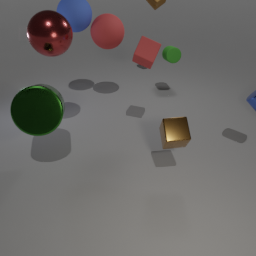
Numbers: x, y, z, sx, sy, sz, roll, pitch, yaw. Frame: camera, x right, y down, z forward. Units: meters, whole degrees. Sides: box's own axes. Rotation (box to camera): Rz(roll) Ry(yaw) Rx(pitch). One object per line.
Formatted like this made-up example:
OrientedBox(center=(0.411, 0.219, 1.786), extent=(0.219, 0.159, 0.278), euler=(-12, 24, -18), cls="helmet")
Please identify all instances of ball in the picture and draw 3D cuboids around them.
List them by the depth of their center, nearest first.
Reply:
OrientedBox(center=(-2.456, -2.969, 8.849), extent=(1.400, 1.400, 1.400), euler=(0, 32, 0), cls="ball")
OrientedBox(center=(-2.141, -4.569, 11.216), extent=(1.400, 1.400, 1.400), euler=(0, 32, 0), cls="ball")
OrientedBox(center=(-0.844, -3.968, 11.543), extent=(1.400, 1.400, 1.400), euler=(0, 32, 0), cls="ball")

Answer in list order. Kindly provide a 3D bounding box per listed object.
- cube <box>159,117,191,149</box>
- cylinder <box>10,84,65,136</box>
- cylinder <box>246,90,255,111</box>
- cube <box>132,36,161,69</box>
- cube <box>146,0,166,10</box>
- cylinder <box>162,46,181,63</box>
OrientedBox(center=(1.333, 0.149, 8.028), extent=(0.700, 0.700, 0.700), euler=(-5, 69, -4), cls="cube")
OrientedBox(center=(-2.607, -0.578, 8.303), extent=(1.400, 1.400, 1.400), euler=(-6, 12, -10), cls="cylinder")
OrientedBox(center=(4.242, -0.841, 8.827), extent=(0.700, 0.700, 0.700), euler=(49, 42, -2), cls="cylinder")
OrientedBox(center=(0.615, -2.517, 9.386), extent=(0.700, 0.700, 0.700), euler=(24, -8, -1), cls="cube")
OrientedBox(center=(1.374, -6.260, 13.395), extent=(0.700, 0.700, 0.700), euler=(-39, 85, -7), cls="cube")
OrientedBox(center=(1.989, -3.362, 12.796), extent=(0.700, 0.700, 0.700), euler=(-5, 23, -9), cls="cylinder")
